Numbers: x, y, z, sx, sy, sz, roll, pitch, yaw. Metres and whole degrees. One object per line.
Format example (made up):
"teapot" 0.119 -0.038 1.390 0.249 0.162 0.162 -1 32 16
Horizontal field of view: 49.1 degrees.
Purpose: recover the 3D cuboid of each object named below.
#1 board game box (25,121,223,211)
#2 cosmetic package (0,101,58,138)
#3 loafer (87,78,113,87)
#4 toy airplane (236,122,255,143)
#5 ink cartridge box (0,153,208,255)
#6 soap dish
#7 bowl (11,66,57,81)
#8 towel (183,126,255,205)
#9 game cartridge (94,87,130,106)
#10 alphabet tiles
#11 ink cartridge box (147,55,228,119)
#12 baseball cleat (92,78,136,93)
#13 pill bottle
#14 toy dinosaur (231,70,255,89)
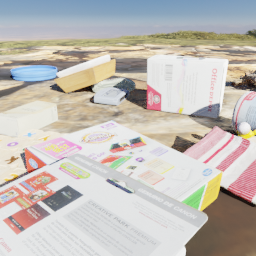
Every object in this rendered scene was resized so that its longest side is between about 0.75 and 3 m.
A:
"board game box" -0.157 0.824 5.210 2.261 0.596 2.955 -19 33 -41
"cosmetic package" -2.974 -0.307 8.422 0.852 0.601 1.645 10 22 23
"loafer" -1.336 -2.190 13.479 1.303 0.410 0.468 -3 22 -8
"toy airplane" 2.746 0.305 6.409 1.262 0.891 1.257 -37 21 -24
"ink cartridge box" -0.627 1.426 3.232 2.406 1.009 2.112 19 33 40
"soap dish" -1.805 -2.451 12.671 1.988 1.026 2.527 -13 15 24
"bowl" -5.190 -3.049 15.579 2.471 0.485 2.471 0 21 0
"towel" 2.145 0.670 5.636 1.377 0.217 1.911 -35 40 -26
"game cartridge" -0.687 -1.288 11.272 1.103 0.344 1.657 5 22 16
"alphabet tiles" -2.437 0.626 6.570 2.639 0.193 2.581 7 23 17
"ink cartridge box" 1.987 -1.483 9.675 2.537 1.873 1.086 10 24 21
"baseball cleat" -0.647 -1.972 12.566 1.943 0.678 1.034 -1 22 -5
"pill bottle" 3.927 -0.127 7.093 1.225 1.225 2.252 -16 27 -35
"toy dinosaur" 6.246 -2.116 12.543 2.763 1.186 1.873 28 -9 18
